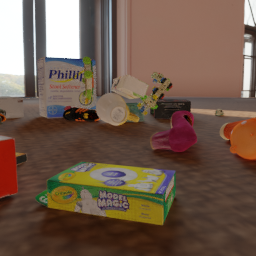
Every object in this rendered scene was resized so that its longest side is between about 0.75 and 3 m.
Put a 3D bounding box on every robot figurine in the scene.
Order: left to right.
[{"bbox_3d":[2.827,0.202,6.041,1.494,0.871,1.075,-6,13,-37],"label":"robot figurine"}]

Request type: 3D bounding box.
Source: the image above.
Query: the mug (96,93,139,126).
[{"bbox_3d":[-0.401,-0.732,11.426,1.599,1.281,1.313,-14,19,-14],"label":"mug"}]

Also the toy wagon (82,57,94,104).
[{"bbox_3d":[-1.338,-1.535,9.380,0.316,1.596,1.239,-4,-24,-11],"label":"toy wagon"}]

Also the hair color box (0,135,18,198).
[{"bbox_3d":[-3.032,0.486,4.098,2.767,0.847,1.404,7,11,36],"label":"hair color box"}]

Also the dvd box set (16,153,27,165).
[{"bbox_3d":[-2.777,0.624,5.513,1.232,0.181,0.902,3,9,21],"label":"dvd box set"}]

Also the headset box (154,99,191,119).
[{"bbox_3d":[2.183,-0.969,14.092,1.752,0.884,2.358,1,8,6],"label":"headset box"}]

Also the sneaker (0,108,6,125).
[{"bbox_3d":[-5.311,-0.484,10.937,1.104,1.029,2.785,7,12,-19],"label":"sneaker"}]

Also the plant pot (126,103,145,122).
[{"bbox_3d":[0.154,-0.741,12.799,1.223,0.819,1.223,1,8,0],"label":"plant pot"}]

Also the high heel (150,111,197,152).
[{"bbox_3d":[1.586,-0.011,7.287,1.161,0.815,2.421,-7,8,34],"label":"high heel"}]

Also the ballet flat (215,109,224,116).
[{"bbox_3d":[5.067,-0.883,15.442,0.373,0.345,1.106,5,9,30],"label":"ballet flat"}]

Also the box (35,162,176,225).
[{"bbox_3d":[-0.272,0.778,3.704,1.685,0.408,0.989,1,8,17],"label":"box"}]

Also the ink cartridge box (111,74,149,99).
[{"bbox_3d":[-0.025,-1.703,11.923,1.058,0.608,1.806,23,-6,-22],"label":"ink cartridge box"}]

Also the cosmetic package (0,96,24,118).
[{"bbox_3d":[-6.457,-1.116,14.617,1.335,1.127,2.499,-6,13,-34],"label":"cosmetic package"}]

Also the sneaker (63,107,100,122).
[{"bbox_3d":[-2.031,-0.598,12.481,1.756,0.614,0.790,1,5,-8],"label":"sneaker"}]

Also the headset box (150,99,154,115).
[{"bbox_3d":[2.087,-1.222,16.121,1.770,0.821,1.541,2,8,10],"label":"headset box"}]

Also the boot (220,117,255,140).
[{"bbox_3d":[3.506,-0.002,8.126,2.003,0.752,1.074,-9,7,-42],"label":"boot"}]

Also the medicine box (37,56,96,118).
[{"bbox_3d":[-3.169,-2.100,14.634,2.696,2.960,1.524,-5,9,-29],"label":"medicine box"}]

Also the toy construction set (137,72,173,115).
[{"bbox_3d":[1.202,-1.558,12.111,0.926,2.010,1.318,27,-17,-10],"label":"toy construction set"}]
